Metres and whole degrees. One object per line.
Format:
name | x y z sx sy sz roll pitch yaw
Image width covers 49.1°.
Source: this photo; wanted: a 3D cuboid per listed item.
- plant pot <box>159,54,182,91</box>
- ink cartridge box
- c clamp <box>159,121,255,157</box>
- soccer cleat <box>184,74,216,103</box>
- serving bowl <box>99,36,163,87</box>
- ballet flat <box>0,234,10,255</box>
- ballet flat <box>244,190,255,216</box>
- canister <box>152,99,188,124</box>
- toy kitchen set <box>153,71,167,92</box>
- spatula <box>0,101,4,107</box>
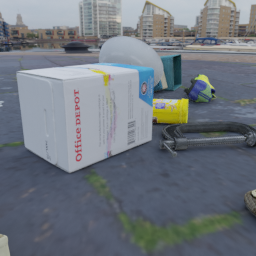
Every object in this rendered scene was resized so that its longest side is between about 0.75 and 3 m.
plant pot | 1.407 -2.800 14.144 2.272 1.606 1.605 3 19 24
ink cartridge box | -0.906 -0.450 6.530 1.852 1.861 2.537 18 25 41
c clamp | 2.041 0.246 6.979 2.844 0.385 2.429 -5 14 -10
soccer cleat | 3.159 -1.583 11.852 1.238 0.957 2.960 35 23 9
serving bowl | 0.001 -2.434 11.872 2.868 2.868 0.943 9 58 25
ballet flat | -2.181 1.241 3.405 2.080 0.722 0.722 11 21 29
ballet flat | 2.474 1.261 3.639 0.703 0.484 2.087 -10 21 -27
canister | 1.068 -0.534 8.699 1.539 0.666 1.143 3 19 14
toy kitchen set | 0.105 -2.146 12.982 2.557 1.507 2.049 -10 8 41
spatula | -5.469 -0.903 10.649 1.342 0.108 0.933 -6 19 -16
